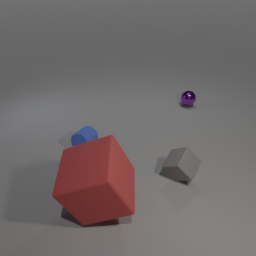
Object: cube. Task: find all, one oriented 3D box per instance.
[{"bbox_3d":[1.583,1.072,8.249,0.700,0.700,0.700,-16,35,54],"label":"cube"},{"bbox_3d":[-0.729,1.262,6.722,1.400,1.400,1.400,-17,40,16],"label":"cube"}]

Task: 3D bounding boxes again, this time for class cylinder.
[{"bbox_3d":[-1.488,0.370,9.653,0.700,0.700,0.700,12,27,20],"label":"cylinder"}]

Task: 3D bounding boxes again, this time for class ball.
[{"bbox_3d":[2.812,-1.386,13.030,0.700,0.700,0.700,0,29,0],"label":"ball"}]
